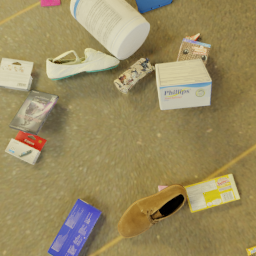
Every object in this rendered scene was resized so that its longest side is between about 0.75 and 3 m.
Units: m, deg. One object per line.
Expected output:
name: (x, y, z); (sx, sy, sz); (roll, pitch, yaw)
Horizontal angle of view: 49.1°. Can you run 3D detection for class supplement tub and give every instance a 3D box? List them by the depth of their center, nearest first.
supplement tub: (-0.747, -4.383, 11.282); (1.898, 1.898, 2.877); (-42, 79, -10)

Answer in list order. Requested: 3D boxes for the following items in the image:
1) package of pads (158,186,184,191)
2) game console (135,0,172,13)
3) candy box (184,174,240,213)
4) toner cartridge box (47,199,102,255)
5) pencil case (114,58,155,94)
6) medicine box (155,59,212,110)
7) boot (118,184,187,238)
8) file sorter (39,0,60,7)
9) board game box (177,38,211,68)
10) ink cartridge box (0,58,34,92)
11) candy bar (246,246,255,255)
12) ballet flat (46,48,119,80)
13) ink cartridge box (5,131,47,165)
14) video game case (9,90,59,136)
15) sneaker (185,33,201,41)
package of pads: (1.580, 2.422, 10.308); (0.948, 0.359, 0.571); (1, 78, 0)
game console: (0.966, -6.078, 12.608); (1.631, 0.965, 1.392); (-20, 45, -6)
candy box: (3.088, 2.398, 10.352); (1.870, 0.247, 0.956); (-14, 78, -4)
toner cartridge box: (-1.867, 3.659, 9.942); (0.976, 0.444, 2.056); (28, 77, 8)
pencil case: (0.229, -2.064, 11.107); (1.729, 0.673, 0.773); (-43, 39, -18)
medicine box: (1.930, -1.603, 10.084); (1.738, 0.982, 1.908); (-5, 36, 6)
boot: (0.768, 2.925, 9.645); (2.839, 1.071, 1.045); (-36, 88, 7)
file sorter: (-3.482, -5.802, 12.341); (0.844, 0.529, 0.586); (-5, 76, -1)
board game box: (2.604, -2.744, 11.459); (1.152, 0.700, 1.445); (15, 77, 4)
ink cartridge box: (-4.633, -2.199, 11.534); (1.382, 0.301, 1.199); (9, 75, 2)
candy bar: (4.666, 4.274, 9.964); (0.955, 0.106, 0.238); (-17, 76, -4)
ballet flat: (-1.849, -2.659, 11.188); (2.973, 1.032, 1.032); (-12, 76, -1)
ink cartridge box: (-3.931, 0.681, 10.807); (1.203, 0.269, 1.060); (24, 78, 6)
video game case: (-3.640, -0.641, 10.876); (1.289, 0.171, 1.805); (14, 63, 19)
sneaker: (2.727, -3.850, 11.972); (0.429, 0.267, 0.801); (39, 82, 7)
